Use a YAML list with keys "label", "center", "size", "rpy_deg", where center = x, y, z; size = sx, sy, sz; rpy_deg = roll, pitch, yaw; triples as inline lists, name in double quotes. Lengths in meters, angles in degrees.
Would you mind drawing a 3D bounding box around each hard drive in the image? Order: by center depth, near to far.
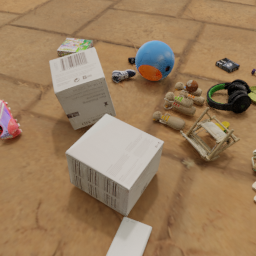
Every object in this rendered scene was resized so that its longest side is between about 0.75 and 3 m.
- label: "hard drive"
  center: [0.034, 3.229, 7.805]
  size: [0.891, 0.178, 1.352]
  rpy_deg: [16, 46, 16]

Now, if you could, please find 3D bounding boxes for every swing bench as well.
- label: "swing bench"
  center: [2.970, 0.295, 10.265]
  size: [1.449, 0.940, 1.442]
  rpy_deg: [-44, 50, 10]

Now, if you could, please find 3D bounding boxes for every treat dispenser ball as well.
- label: "treat dispenser ball"
  center: [1.291, -3.218, 13.447]
  size: [1.875, 1.875, 1.875]
  rpy_deg: [0, 43, 0]

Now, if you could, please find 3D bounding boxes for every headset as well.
- label: "headset"
  center: [4.817, -1.545, 12.080]
  size: [2.757, 1.295, 1.702]
  rpy_deg: [1, 43, 18]

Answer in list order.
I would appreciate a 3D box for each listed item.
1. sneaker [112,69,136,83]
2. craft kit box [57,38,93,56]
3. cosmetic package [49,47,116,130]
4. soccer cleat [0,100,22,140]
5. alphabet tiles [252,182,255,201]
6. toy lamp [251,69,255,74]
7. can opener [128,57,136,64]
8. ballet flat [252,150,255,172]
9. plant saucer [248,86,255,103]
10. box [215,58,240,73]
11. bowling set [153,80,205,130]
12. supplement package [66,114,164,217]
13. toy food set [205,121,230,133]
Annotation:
- label: "sneaker"
  center: [-0.226, -2.540, 13.762]
  size: [1.210, 0.424, 0.657]
  rpy_deg: [0, 38, 10]
- label: "craft kit box"
  center: [-3.011, -4.603, 16.039]
  size: [1.604, 0.389, 1.584]
  rpy_deg: [7, 46, 8]
- label: "cosmetic package"
  center: [-1.724, -1.496, 10.928]
  size: [1.856, 2.252, 1.858]
  rpy_deg: [-19, 53, -2]
- label: "soccer cleat"
  center: [-5.051, -0.384, 11.273]
  size: [0.862, 0.752, 2.254]
  rpy_deg: [-26, 52, -26]
- label: "alphabet tiles"
  center: [4.863, 2.193, 8.956]
  size: [1.576, 0.118, 1.611]
  rpy_deg: [-28, 50, -27]
- label: "toy lamp"
  center: [6.684, -2.570, 13.891]
  size: [0.337, 0.337, 1.159]
  rpy_deg: [-28, 48, -26]
- label: "can opener"
  center: [0.551, -3.647, 15.003]
  size: [1.136, 0.360, 0.447]
  rpy_deg: [1, 42, 2]
- label: "ballet flat"
  center: [4.670, 1.017, 9.966]
  size: [0.462, 0.499, 1.416]
  rpy_deg: [9, 40, 24]
- label: "plant saucer"
  center: [6.080, -1.453, 12.777]
  size: [1.351, 0.210, 1.351]
  rpy_deg: [1, 43, 0]
- label: "box"
  center: [5.241, -3.315, 14.754]
  size: [0.787, 0.214, 0.983]
  rpy_deg: [-24, 48, -23]
- label: "bowling set"
  center: [2.204, -1.368, 11.603]
  size: [1.412, 1.831, 2.631]
  rpy_deg: [24, 44, 25]
- label: "supplement package"
  center: [-0.390, 1.106, 8.858]
  size: [2.205, 1.622, 2.108]
  rpy_deg: [26, 49, 20]
- label: "toy food set"
  center: [3.571, 0.125, 11.044]
  size: [1.094, 0.357, 0.644]
  rpy_deg: [-32, 27, -32]
